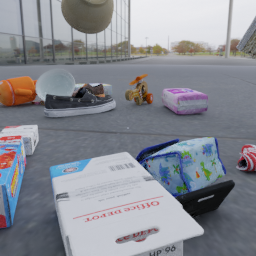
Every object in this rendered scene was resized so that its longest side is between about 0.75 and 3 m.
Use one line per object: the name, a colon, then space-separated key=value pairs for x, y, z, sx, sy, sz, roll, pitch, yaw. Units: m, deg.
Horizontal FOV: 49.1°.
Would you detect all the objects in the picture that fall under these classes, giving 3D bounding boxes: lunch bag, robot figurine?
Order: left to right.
robot figurine: x=-4.867 y=-1.630 z=12.325 sx=2.003 sy=1.168 sz=1.441 roll=-19 pitch=56 yaw=-36
lunch bag: x=0.760 y=0.665 z=4.851 sx=1.165 sy=0.873 sz=1.371 roll=-12 pitch=-5 yaw=-41

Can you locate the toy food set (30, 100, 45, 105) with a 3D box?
toy food set: x=-4.094 y=-1.159 z=12.642 sx=0.835 sy=0.132 sz=0.531 roll=6 pitch=17 yaw=22

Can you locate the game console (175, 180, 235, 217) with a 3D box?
game console: x=0.815 y=0.976 z=4.102 sx=1.094 sy=0.962 sz=0.637 roll=-9 pitch=46 yaw=-28

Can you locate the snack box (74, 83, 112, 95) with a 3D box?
snack box: x=-2.142 y=-2.038 z=14.960 sx=2.180 sy=0.577 sz=1.550 roll=-8 pitch=17 yaw=-25

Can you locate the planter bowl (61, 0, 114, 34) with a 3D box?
planter bowl: x=-1.013 y=-3.466 z=7.558 sx=1.483 sy=1.483 sz=0.998 roll=-6 pitch=-9 yaw=-19

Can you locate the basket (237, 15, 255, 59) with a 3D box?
basket: x=3.875 y=-2.631 z=7.465 sx=1.063 sy=1.569 sz=0.968 roll=-33 pitch=67 yaw=-30

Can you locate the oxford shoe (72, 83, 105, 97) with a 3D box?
oxford shoe: x=-2.188 y=-1.780 z=13.628 sx=2.177 sy=0.793 sz=0.776 roll=-9 pitch=18 yaw=-30

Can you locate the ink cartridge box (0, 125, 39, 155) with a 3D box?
ink cartridge box: x=-2.666 y=0.293 z=6.805 sx=0.807 sy=0.456 sz=1.100 roll=-2 pitch=16 yaw=-9

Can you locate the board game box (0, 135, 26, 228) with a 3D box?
board game box: x=-2.989 y=0.824 z=4.496 sx=2.359 sy=0.659 sz=2.310 roll=-4 pitch=16 yaw=-15

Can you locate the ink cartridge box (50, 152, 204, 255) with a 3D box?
ink cartridge box: x=-0.188 y=1.071 z=3.401 sx=1.253 sy=0.732 sz=2.159 roll=-10 pitch=18 yaw=-18

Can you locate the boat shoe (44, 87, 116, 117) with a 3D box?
boat shoe: x=-1.782 y=-1.086 z=10.781 sx=2.956 sy=0.979 sz=1.034 roll=-9 pitch=18 yaw=-30

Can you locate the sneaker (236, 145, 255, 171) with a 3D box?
sneaker: x=2.474 y=0.603 z=5.872 sx=0.579 sy=0.366 sz=1.029 roll=2 pitch=17 yaw=-4

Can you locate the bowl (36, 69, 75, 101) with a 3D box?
bowl: x=-3.197 y=-1.736 z=12.674 sx=1.746 sy=1.746 sz=0.785 roll=0 pitch=-22 yaw=2

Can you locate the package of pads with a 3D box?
package of pads: x=2.219 y=-1.118 z=11.263 sx=1.247 sy=0.783 sz=2.069 roll=-3 pitch=16 yaw=-9

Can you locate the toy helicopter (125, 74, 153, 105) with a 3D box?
toy helicopter: x=0.413 y=-1.617 z=12.057 sx=0.788 sy=1.321 sz=1.997 roll=8 pitch=17 yaw=25
